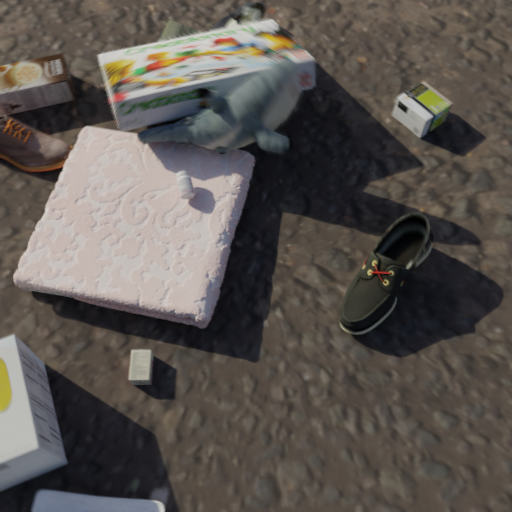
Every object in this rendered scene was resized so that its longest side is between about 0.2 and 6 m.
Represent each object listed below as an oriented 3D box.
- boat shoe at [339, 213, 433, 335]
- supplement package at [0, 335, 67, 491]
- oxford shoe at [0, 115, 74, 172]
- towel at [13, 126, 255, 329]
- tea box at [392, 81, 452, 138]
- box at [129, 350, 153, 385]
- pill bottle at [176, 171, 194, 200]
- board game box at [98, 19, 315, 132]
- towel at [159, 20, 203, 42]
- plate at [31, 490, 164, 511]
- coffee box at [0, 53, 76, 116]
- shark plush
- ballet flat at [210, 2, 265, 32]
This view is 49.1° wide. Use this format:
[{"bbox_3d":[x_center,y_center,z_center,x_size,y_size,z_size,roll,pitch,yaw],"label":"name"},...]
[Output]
[{"bbox_3d":[2.387,0.290,10.498,0.967,0.828,2.643,31,71,32],"label":"boat shoe"},{"bbox_3d":[-4.149,2.587,8.996,1.449,1.438,1.909,-20,63,-11],"label":"supplement package"},{"bbox_3d":[-5.169,-2.485,12.145,2.465,0.898,0.879,11,61,6],"label":"oxford shoe"},{"bbox_3d":[-2.303,-0.746,11.313,3.902,0.659,4.086,10,60,7],"label":"towel"},{"bbox_3d":[3.785,-3.345,12.797,0.894,0.607,0.908,-34,66,-17],"label":"tea box"},{"bbox_3d":[-2.046,1.990,9.984,0.358,0.305,0.560,0,61,0],"label":"box"},{"bbox_3d":[-1.407,-1.402,11.090,0.292,0.292,0.516,-12,73,-7],"label":"pill bottle"},{"bbox_3d":[-1.184,-4.130,12.494,4.304,0.745,2.717,-16,42,-11],"label":"board game box"},{"bbox_3d":[-1.828,-5.190,13.923,1.160,0.208,1.205,20,72,-2],"label":"towel"},{"bbox_3d":[-2.533,4.733,8.433,2.070,0.335,2.066,4,60,3],"label":"plate"},{"bbox_3d":[-5.230,-4.020,13.131,1.714,0.683,0.980,-16,62,-9],"label":"coffee box"},{"bbox_3d":[-0.732,-2.982,11.311,3.441,1.433,1.563,-2,58,20],"label":"shark plush"},{"bbox_3d":[-0.469,-5.743,14.037,0.746,0.746,2.041,32,63,17],"label":"ballet flat"}]
